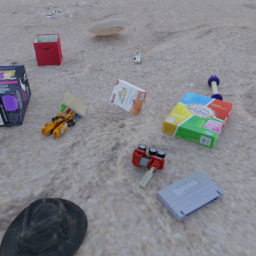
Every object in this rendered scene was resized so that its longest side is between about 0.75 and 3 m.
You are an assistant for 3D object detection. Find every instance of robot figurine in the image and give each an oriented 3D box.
[{"bbox_3d":[-2.693,-0.155,10.961,1.029,0.413,1.419,13,39,14],"label":"robot figurine"}]

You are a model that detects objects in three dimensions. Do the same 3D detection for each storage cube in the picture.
[{"bbox_3d":[-4.505,-4.444,15.916,1.320,1.389,1.545,-4,36,-6],"label":"storage cube"}]

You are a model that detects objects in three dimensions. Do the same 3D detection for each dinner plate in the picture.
[{"bbox_3d":[-1.219,-6.707,18.885,2.928,0.355,2.928,-13,5,1],"label":"dinner plate"}]

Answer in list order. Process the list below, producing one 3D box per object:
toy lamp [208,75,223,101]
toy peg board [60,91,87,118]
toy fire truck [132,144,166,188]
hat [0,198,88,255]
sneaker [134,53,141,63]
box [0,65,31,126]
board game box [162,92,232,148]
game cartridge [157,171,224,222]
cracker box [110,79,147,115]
[{"bbox_3d":[4.084,-1.880,13.158,0.607,0.607,2.087,5,38,6],"label":"toy lamp"},{"bbox_3d":[-2.317,-0.864,11.723,1.028,0.505,1.032,34,26,-23],"label":"toy peg board"},{"bbox_3d":[0.551,1.214,8.992,1.052,0.769,1.195,17,30,21],"label":"toy fire truck"},{"bbox_3d":[-2.139,2.441,7.058,2.300,0.928,2.300,1,37,-1],"label":"hat"},{"bbox_3d":[0.552,-4.096,16.301,0.435,0.364,0.982,3,36,0],"label":"sneaker"},{"bbox_3d":[-5.020,-1.392,11.655,1.348,1.554,2.542,-4,37,-6],"label":"box"},{"bbox_3d":[2.830,-0.428,11.226,2.022,0.533,2.642,19,40,23],"label":"board game box"},{"bbox_3d":[1.820,1.953,8.250,1.688,0.324,1.094,-20,37,-24],"label":"game cartridge"},{"bbox_3d":[-0.006,-0.727,6.503,0.834,0.559,0.241,32,20,37],"label":"cracker box"}]
